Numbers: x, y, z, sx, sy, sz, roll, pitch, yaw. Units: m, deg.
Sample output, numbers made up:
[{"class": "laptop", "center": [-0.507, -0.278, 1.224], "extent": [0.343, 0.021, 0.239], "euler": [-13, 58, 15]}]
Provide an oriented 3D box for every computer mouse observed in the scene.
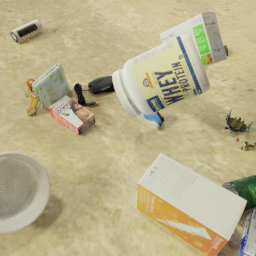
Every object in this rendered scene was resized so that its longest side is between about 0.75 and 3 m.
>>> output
[{"class": "computer mouse", "center": [-1.307, -1.764, 12.747], "extent": [2.280, 0.525, 1.601], "euler": [-9, 50, -7]}]

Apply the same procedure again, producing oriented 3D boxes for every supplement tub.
[{"class": "supplement tub", "center": [1.074, -1.628, 9.225], "extent": [2.735, 1.983, 1.983], "euler": [-22, 48, 16]}]

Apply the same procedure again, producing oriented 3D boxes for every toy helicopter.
[{"class": "toy helicopter", "center": [-4.006, -1.284, 12.393], "extent": [1.183, 0.706, 1.790], "euler": [9, 61, -4]}]

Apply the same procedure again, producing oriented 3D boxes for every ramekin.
[{"class": "ramekin", "center": [-3.702, 1.862, 8.540], "extent": [2.382, 2.382, 1.161], "euler": [-35, 19, -26]}]

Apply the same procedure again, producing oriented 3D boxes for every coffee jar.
[{"class": "coffee jar", "center": [4.340, 1.985, 9.128], "extent": [2.294, 1.196, 0.979], "euler": [-13, 75, -10]}]

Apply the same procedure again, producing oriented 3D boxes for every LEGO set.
[{"class": "LEGO set", "center": [4.448, 0.117, 11.304], "extent": [1.168, 0.510, 1.799], "euler": [2, 63, 4]}]

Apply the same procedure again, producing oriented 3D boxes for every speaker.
[{"class": "speaker", "center": [-5.686, -5.468, 15.768], "extent": [0.691, 0.691, 1.702], "euler": [35, 58, 26]}]

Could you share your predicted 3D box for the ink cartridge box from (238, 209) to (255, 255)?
[{"class": "ink cartridge box", "center": [3.683, 3.240, 8.420], "extent": [0.320, 0.680, 1.446], "euler": [21, 53, 17]}]

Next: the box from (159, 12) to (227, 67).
[{"class": "box", "center": [2.476, -3.153, 10.738], "extent": [0.989, 1.805, 2.045], "euler": [-25, 11, -38]}]

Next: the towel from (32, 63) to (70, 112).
[{"class": "towel", "center": [-3.258, -1.730, 12.097], "extent": [0.417, 1.483, 1.732], "euler": [19, 53, 24]}]

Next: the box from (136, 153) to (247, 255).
[{"class": "box", "center": [1.771, 2.329, 8.490], "extent": [2.807, 1.746, 1.368], "euler": [29, 55, 22]}]

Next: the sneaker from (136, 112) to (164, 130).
[{"class": "sneaker", "center": [0.927, -0.516, 11.702], "extent": [1.266, 0.486, 0.704], "euler": [34, 63, 20]}]

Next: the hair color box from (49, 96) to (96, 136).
[{"class": "hair color box", "center": [-2.325, -0.547, 11.699], "extent": [1.761, 0.563, 0.977], "euler": [33, 57, 23]}]

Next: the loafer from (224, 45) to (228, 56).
[{"class": "loafer", "center": [5.179, -4.104, 14.872], "extent": [0.291, 0.289, 0.799], "euler": [2, 51, 0]}]
